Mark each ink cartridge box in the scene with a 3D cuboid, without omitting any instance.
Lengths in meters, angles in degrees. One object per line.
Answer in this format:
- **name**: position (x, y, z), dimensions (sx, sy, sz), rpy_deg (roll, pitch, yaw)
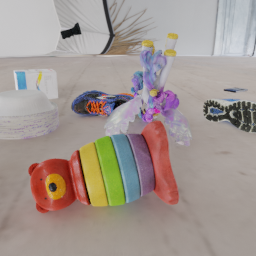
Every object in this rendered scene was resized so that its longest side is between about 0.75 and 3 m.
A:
- **ink cartridge box**: position (-4.069, -1.940, 12.425), dimensions (1.675, 1.223, 1.229), rpy_deg (-8, 20, -24)

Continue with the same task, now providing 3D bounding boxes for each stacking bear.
- **stacking bear**: position (-0.459, 0.726, 4.436), dimensions (2.121, 1.288, 1.206), rpy_deg (-12, 2, -8)

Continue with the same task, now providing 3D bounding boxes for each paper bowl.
- **paper bowl**: position (-3.129, -0.498, 8.229), dimensions (2.099, 1.092, 2.099), rpy_deg (-1, 18, 0)

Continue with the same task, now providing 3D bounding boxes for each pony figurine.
- **pony figurine**: position (0.719, -0.913, 7.764), dimensions (2.357, 2.830, 2.732), rpy_deg (9, 35, 5)

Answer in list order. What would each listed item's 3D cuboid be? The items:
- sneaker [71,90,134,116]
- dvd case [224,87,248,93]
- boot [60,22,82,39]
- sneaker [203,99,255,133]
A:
- **sneaker**: position (-0.751, -0.782, 9.544), dimensions (2.337, 0.880, 0.917), rpy_deg (-4, 23, -7)
- **dvd case**: position (5.492, -1.937, 14.283), dimensions (1.019, 0.089, 0.727), rpy_deg (-13, 21, -34)
- **boot**: position (-2.240, -3.767, 10.917), dimensions (0.802, 0.362, 0.978), rpy_deg (-15, 5, -5)
- **sneaker**: position (3.496, -0.524, 8.559), dimensions (1.064, 0.937, 2.386), rpy_deg (-14, 22, -30)
